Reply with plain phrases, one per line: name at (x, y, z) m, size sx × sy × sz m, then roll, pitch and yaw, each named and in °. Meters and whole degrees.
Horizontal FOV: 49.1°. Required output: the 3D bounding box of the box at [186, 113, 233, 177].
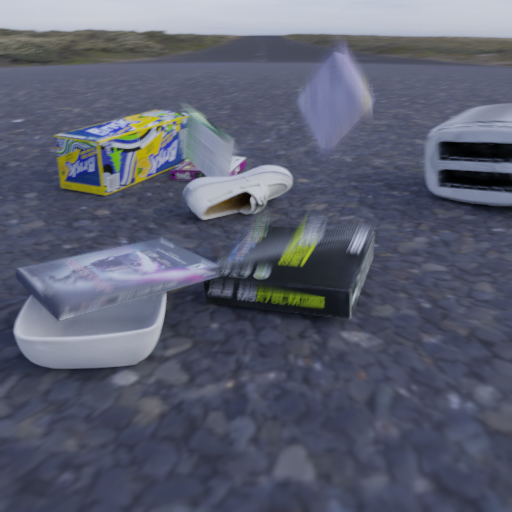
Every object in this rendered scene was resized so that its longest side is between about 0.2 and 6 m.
box at (-0.992, -2.213, 11.584) m, size 0.260 × 1.033 × 1.432 m, roll -16°, pitch 43°, yaw -32°

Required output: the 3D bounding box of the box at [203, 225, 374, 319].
box at (0.575, 0.140, 8.260) m, size 2.058 × 0.506 × 2.131 m, roll 3°, pitch 24°, yaw 20°

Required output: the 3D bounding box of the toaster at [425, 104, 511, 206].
toaster at (5.120, -2.183, 12.026) m, size 3.366 × 1.913 × 2.174 m, roll 14°, pitch 29°, yaw 41°

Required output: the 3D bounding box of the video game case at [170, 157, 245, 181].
video game case at (-1.176, -2.210, 14.124) m, size 1.479 × 0.292 × 1.632 m, roll 5°, pitch 24°, yaw 12°

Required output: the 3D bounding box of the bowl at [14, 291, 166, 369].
bowl at (-1.925, 0.803, 6.792) m, size 1.658 × 0.619 × 1.656 m, roll -1°, pitch 23°, yaw -5°

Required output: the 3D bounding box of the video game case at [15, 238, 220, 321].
video game case at (-1.745, 0.214, 7.132) m, size 2.120 × 0.201 × 1.514 m, roll -13°, pitch 24°, yaw -36°

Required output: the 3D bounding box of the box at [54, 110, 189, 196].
box at (-3.056, -2.687, 13.983) m, size 1.395 × 1.280 × 3.981 m, roll 12°, pitch 26°, yaw 23°

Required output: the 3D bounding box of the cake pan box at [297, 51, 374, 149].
cake pan box at (1.371, -2.759, 10.087) m, size 0.341 × 1.303 × 1.200 m, roll 3°, pitch 54°, yaw -38°

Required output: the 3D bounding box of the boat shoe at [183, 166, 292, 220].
boat shoe at (-0.205, -1.192, 11.336) m, size 2.479 × 0.879 × 0.865 m, roll -12°, pitch 53°, yaw -32°
